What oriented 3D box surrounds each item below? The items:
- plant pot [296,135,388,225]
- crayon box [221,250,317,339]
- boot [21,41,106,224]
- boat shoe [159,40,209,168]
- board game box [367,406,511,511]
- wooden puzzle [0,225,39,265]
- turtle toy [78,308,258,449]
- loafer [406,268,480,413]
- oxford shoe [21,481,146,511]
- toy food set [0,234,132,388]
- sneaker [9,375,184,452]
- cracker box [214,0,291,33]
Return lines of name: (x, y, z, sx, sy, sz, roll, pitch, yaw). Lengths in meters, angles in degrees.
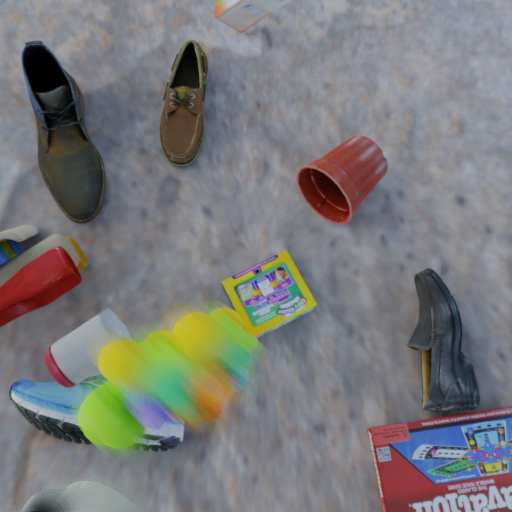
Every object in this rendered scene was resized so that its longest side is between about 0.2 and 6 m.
plant pot: (1.360, -1.217, 8.517, 1.089, 1.089, 1.059, 44, 69, 12)
crayon box: (0.186, 0.586, 8.274, 1.105, 0.322, 0.953, -26, 76, -8)
boot: (-3.032, -1.878, 8.513, 1.015, 1.317, 2.718, -17, 74, -5)
boat shoe: (-1.196, -2.478, 9.020, 0.748, 0.707, 2.080, 2, 73, 1)
board game box: (3.134, 2.897, 7.580, 2.990, 0.291, 1.539, -8, 74, -2)
wooden puzzle: (-4.035, 0.188, 7.729, 2.022, 1.873, 0.468, -27, 102, -10)
turtle toy: (-0.743, 1.031, 4.676, 1.676, 1.222, 0.847, -21, 83, 10)
loafer: (2.497, 1.182, 7.899, 0.737, 0.742, 2.039, -11, 72, 1)
oxford shoe: (-0.968, 2.514, 4.465, 2.864, 0.827, 1.077, 1, 77, 37)
toy food set: (-2.621, 0.913, 7.164, 1.426, 1.513, 3.169, -33, 56, -8)
sneaker: (-2.127, 1.967, 7.702, 2.402, 0.941, 1.080, 9, 55, -1)
cracker box: (0.205, -3.134, 5.750, 0.437, 1.516, 1.016, 11, 74, -41)
